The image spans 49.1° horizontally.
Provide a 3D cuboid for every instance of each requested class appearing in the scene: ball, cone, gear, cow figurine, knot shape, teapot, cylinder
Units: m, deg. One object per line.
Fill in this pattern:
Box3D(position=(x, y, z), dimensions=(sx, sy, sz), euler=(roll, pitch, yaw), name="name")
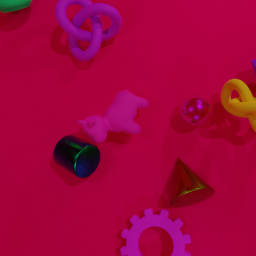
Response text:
Box3D(position=(1.907, -0.502, 7.974), dimensions=(0.889, 0.889, 0.889), euler=(0, 83, 0), name="ball")
Box3D(position=(1.603, 1.384, 7.912), dimensions=(1.273, 1.273, 1.277), euler=(-14, 57, -2), name="cone")
Box3D(position=(0.748, 3.176, 7.627), dimensions=(1.877, 0.347, 1.877), euler=(-2, 75, 9), name="gear")
Box3D(position=(-0.430, -0.341, 7.727), dimensions=(1.683, 0.939, 1.711), euler=(20, 84, -19), name="cow figurine")
Box3D(position=(-1.210, -2.800, 8.074), dimensions=(1.851, 0.855, 1.732), euler=(17, 113, -6), name="knot shape")
Box3D(position=(-3.475, -3.900, 8.139), dimensions=(1.141, 0.899, 1.836), euler=(14, 41, 35), name="teapot")
Box3D(position=(3.261, -0.565, 7.511), dimensions=(1.758, 1.645, 0.812), euler=(41, 102, 8), name="knot shape")
Box3D(position=(-1.391, 0.763, 7.646), dimensions=(0.936, 0.936, 0.936), euler=(22, 83, 37), name="cylinder")

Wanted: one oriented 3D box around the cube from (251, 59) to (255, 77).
Box3D(position=(4.043, -1.571, 7.856), dimensions=(0.773, 0.773, 0.773), euler=(-23, 128, 20), name="cube")
